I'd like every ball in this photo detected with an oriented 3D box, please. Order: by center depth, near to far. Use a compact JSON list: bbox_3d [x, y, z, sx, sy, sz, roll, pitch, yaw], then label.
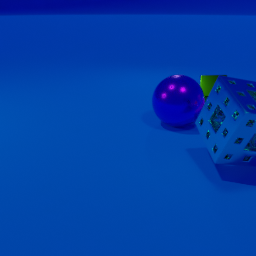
[{"bbox_3d":[1.304,-0.707,7.314,1.353,1.353,1.353,0,24,0],"label":"ball"}]

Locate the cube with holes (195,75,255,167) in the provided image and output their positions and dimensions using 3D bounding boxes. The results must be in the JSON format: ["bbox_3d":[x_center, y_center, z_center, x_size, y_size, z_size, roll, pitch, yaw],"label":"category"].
[{"bbox_3d":[2.171,-0.109,5.247,1.160,1.160,1.160,6,39,-15],"label":"cube with holes"}]

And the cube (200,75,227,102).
[{"bbox_3d":[2.517,-1.055,8.286,0.750,0.750,0.750,3,66,18],"label":"cube"}]
